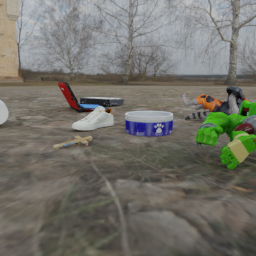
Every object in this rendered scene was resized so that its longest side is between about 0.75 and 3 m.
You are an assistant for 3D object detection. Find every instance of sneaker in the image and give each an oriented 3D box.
[{"bbox_3d":[-1.059,-0.313,8.431,0.568,0.661,1.561,10,16,37],"label":"sneaker"}]

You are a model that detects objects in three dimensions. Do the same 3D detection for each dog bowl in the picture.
[{"bbox_3d":[0.588,-0.148,7.854,1.338,0.527,1.338,-1,11,0],"label":"dog bowl"}]

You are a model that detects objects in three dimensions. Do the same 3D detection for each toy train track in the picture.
[{"bbox_3d":[-1.215,0.357,6.258,0.903,0.147,0.518,-14,23,-32],"label":"toy train track"}]

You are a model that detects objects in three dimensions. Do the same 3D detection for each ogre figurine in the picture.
[{"bbox_3d":[2.272,0.115,5.105,2.152,1.056,1.290,-10,21,8],"label":"ogre figurine"}]

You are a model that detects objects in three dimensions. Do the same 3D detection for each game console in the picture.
[{"bbox_3d":[-2.096,-1.496,13.087,1.392,2.021,2.345,-31,19,-14],"label":"game console"}]

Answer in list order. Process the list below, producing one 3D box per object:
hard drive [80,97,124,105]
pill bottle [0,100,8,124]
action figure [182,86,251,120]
[{"bbox_3d":[-1.416,-1.461,15.224,1.993,0.377,1.392,7,9,30],"label":"hard drive"},{"bbox_3d":[-4.386,-0.526,8.830,0.916,0.916,1.684,-9,12,-39],"label":"pill bottle"},{"bbox_3d":[3.275,-0.567,9.638,2.327,1.258,2.406,16,-7,33],"label":"action figure"}]
